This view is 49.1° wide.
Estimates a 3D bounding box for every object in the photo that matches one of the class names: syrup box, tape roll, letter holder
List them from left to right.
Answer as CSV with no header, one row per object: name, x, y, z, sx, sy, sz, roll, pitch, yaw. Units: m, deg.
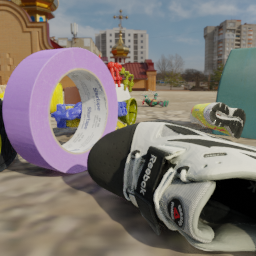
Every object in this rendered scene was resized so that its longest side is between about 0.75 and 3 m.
tape roll,-0.748,-0.215,3.501,0.492,1.499,1.499,5,10,33
letter holder,-2.319,-1.529,13.645,1.428,1.015,0.718,0,9,6
syrup box,-0.547,-1.138,10.792,0.909,0.879,2.233,-24,13,-9

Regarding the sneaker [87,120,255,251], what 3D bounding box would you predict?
sneaker,0.392,0.380,2.052,2.087,0.773,0.924,5,8,31

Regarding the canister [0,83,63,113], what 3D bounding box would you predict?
canister,-3.922,-1.132,10.762,2.661,1.152,1.976,-3,9,-9

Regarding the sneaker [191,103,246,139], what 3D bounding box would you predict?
sneaker,1.658,-0.182,5.087,1.340,0.524,0.605,23,-7,-40

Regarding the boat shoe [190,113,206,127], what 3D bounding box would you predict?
boat shoe,2.086,-0.253,7.484,0.441,0.464,1.288,-2,-1,-10

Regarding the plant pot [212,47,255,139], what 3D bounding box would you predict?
plant pot,2.756,-0.782,6.110,1.301,1.842,1.302,8,11,41

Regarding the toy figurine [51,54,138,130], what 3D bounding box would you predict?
toy figurine,-0.860,-0.546,6.190,1.679,1.478,2.802,-9,4,14

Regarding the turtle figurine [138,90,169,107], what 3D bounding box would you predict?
turtle figurine,1.238,-1.366,13.699,1.391,0.701,1.042,20,30,22

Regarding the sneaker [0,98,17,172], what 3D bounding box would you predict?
sneaker,-2.149,0.189,2.760,1.140,0.958,2.907,-2,8,8
